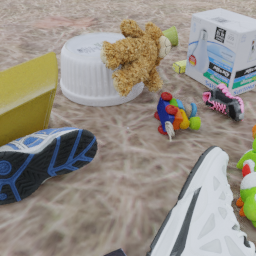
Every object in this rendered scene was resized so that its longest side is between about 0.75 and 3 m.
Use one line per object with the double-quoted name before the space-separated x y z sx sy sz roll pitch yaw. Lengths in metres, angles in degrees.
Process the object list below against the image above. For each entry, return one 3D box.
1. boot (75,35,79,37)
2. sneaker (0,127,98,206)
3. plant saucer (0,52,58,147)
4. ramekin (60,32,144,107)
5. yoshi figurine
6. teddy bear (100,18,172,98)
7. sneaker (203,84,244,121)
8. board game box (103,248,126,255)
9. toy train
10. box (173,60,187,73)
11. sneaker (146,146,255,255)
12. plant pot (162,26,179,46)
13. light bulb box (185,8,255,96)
"boot" -1.786 -3.508 11.729 1.286 0.484 0.962 7 37 8
"sneaker" -2.071 0.712 5.836 2.830 1.071 1.090 -17 18 -22
"plant saucer" -2.506 -0.156 5.939 0.609 2.512 2.512 44 50 11
"ramekin" -0.827 -1.989 8.896 2.745 1.441 2.745 0 37 0
"yoshi figurine" 2.893 0.811 5.299 1.374 1.369 2.445 21 44 16
"teddy bear" 0.349 -1.921 7.472 0.947 2.057 2.837 -16 1 42
"sneaker" 2.623 -0.653 7.868 0.814 0.675 1.707 -12 31 -3
"board game box" -0.312 2.510 3.020 1.648 0.421 2.433 -17 20 -20
"toy train" 1.362 -0.133 7.081 1.069 0.782 1.848 8 35 -12
"box" 2.212 -2.310 10.299 1.116 0.280 0.420 -18 40 -22
"sneaker" 1.531 1.605 4.641 1.629 1.068 2.831 26 51 18
"plant pot" 1.675 -3.878 12.054 0.780 0.848 0.848 -14 38 0
"light bulb box" 3.029 -2.392 8.871 1.314 2.105 2.086 -20 41 -22
